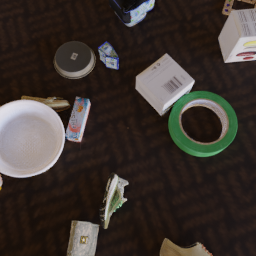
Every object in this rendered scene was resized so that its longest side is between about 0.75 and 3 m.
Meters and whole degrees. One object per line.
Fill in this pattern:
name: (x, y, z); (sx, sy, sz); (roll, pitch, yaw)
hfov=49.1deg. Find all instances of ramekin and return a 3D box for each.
ramekin: (-3.117, 0.401, 8.667); (2.319, 1.130, 2.319); (2, 75, -9)

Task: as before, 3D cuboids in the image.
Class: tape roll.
tape roll: (2.468, -0.155, 9.354); (2.184, 0.525, 2.184); (0, 71, 1)

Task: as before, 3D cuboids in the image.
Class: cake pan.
cake pan: (-1.984, -2.562, 10.319); (1.546, 0.284, 1.546); (0, 71, 0)

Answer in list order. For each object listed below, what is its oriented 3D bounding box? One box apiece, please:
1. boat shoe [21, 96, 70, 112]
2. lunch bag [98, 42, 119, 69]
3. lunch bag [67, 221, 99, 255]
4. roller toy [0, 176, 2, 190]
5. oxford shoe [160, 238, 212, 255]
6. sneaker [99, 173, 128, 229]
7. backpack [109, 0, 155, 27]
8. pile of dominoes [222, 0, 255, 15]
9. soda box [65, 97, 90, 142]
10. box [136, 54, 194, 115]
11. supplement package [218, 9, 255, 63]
boat shoe: (-2.834, -0.869, 9.533); (1.717, 0.629, 0.538); (-1, 77, 0)
lunch bag: (-0.645, -2.548, 10.093); (0.822, 0.699, 0.524); (42, 76, 13)
lunch bag: (-1.290, 3.110, 7.859); (0.659, 1.120, 0.919); (2, 69, 16)
roller toy: (-4.254, 1.574, 8.651); (0.543, 0.709, 0.777); (-26, 73, -9)
oxford shoe: (2.157, 3.748, 7.802); (2.596, 0.919, 0.958); (11, 69, 4)
sneaker: (-0.379, 2.249, 8.524); (0.736, 0.638, 1.660); (18, 78, -16)
backpack: (0.195, -4.795, 10.627); (1.567, 1.152, 1.434); (-34, 72, -8)
pile of dominoes: (5.213, -5.094, 11.141); (2.492, 0.397, 1.942); (18, 72, 6)
soda box: (-1.667, -0.287, 9.411); (0.459, 0.493, 1.443); (10, 71, 3)
box: (1.227, -1.481, 9.598); (1.418, 0.932, 1.426); (-39, 75, -12)
supplement package: (4.296, -3.250, 9.903); (1.575, 1.506, 1.158); (-6, 71, -2)
